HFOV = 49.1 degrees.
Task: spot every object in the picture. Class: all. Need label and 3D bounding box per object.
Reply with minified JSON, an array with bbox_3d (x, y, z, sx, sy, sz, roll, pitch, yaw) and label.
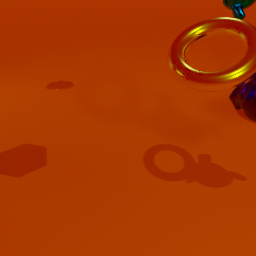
[{"bbox_3d":[1.065,-0.931,3.461,1.163,0.233,1.163,-10,55,15],"label":"ring"},{"bbox_3d":[1.829,-0.486,3.616,1.247,0.897,0.752,10,9,-20],"label":"monkey head"},{"bbox_3d":[2.947,-3.229,7.109,0.823,0.982,1.365,-17,-4,-8],"label":"monkey head"}]
